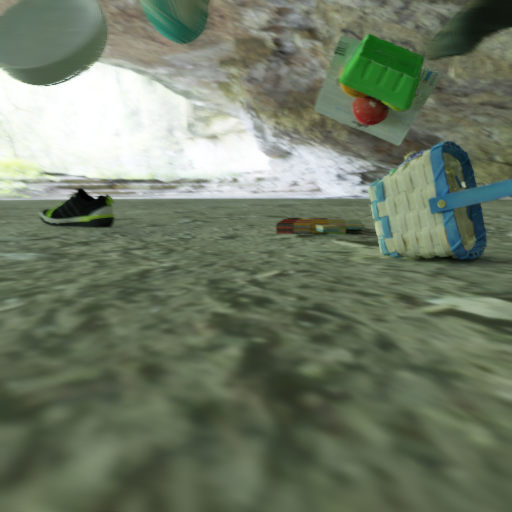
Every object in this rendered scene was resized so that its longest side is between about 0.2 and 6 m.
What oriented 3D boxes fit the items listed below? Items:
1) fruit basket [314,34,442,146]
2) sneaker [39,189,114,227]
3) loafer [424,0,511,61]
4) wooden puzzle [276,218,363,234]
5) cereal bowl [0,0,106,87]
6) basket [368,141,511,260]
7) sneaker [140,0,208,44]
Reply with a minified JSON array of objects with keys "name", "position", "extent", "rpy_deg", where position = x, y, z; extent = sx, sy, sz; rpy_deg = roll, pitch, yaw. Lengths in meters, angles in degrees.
[{"name":"fruit basket","position":[2.102,-2.937,10.021],"extent":[1.816,0.919,1.961],"rpy_deg":[23,-20,3]},{"name":"sneaker","position":[-4.498,-1.237,14.242],"extent":[2.299,0.952,0.824],"rpy_deg":[3,8,23]},{"name":"loafer","position":[3.115,-3.372,8.023],"extent":[2.007,0.721,0.631],"rpy_deg":[-38,15,-29]},{"name":"wooden puzzle","position":[1.455,-0.673,12.704],"extent":[1.857,0.220,3.132],"rpy_deg":[1,7,8]},{"name":"cereal bowl","position":[-2.727,-2.840,7.542],"extent":[1.552,1.552,0.646],"rpy_deg":[1,-29,8]},{"name":"basket","position":[2.856,-0.775,7.632],"extent":[2.349,1.634,2.071],"rpy_deg":[-8,1,29]},{"name":"sneaker","position":[-1.038,-2.937,4.889],"extent":[1.050,2.709,1.079],"rpy_deg":[-14,-31,-12]}]
